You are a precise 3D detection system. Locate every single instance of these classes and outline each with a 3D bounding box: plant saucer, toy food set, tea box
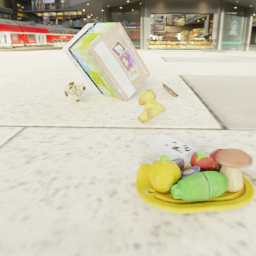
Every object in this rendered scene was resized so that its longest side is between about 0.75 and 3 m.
[{"bbox_3d":[1.888,-1.687,12.638,0.924,0.169,0.924,38,8,-7],"label":"plant saucer"},{"bbox_3d":[1.445,0.726,5.091,2.607,0.851,1.534,-3,19,-8],"label":"toy food set"},{"bbox_3d":[-0.929,-2.875,12.105,1.797,2.690,2.646,-49,37,-15],"label":"tea box"}]

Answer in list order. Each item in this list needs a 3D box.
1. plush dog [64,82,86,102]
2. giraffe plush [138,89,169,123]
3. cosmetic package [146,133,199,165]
[{"bbox_3d":[-2.193,-1.552,11.311,0.713,0.830,0.666,17,24,-34],"label":"plush dog"},{"bbox_3d":[0.660,-0.757,8.810,1.079,0.875,0.931,-30,-5,7],"label":"giraffe plush"},{"bbox_3d":[1.016,0.480,6.687,0.535,0.328,1.296,-9,21,-33],"label":"cosmetic package"}]
